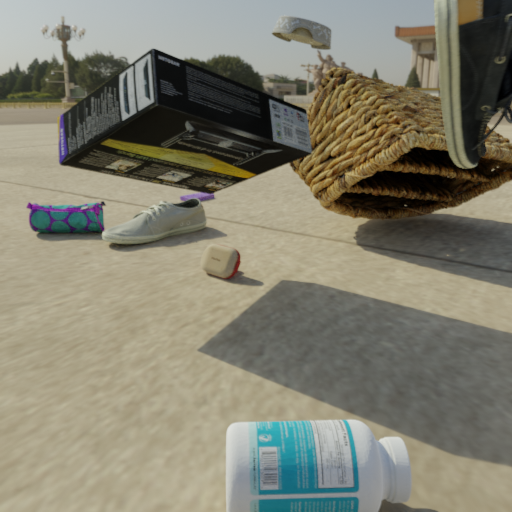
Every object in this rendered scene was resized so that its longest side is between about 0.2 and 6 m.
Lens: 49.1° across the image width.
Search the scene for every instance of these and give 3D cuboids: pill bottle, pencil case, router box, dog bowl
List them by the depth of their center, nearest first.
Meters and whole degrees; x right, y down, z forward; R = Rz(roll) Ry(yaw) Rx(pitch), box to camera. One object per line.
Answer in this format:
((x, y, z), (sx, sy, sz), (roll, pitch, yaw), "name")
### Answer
((0.459, 1.677, 4.357), (1.380, 0.764, 0.764), (0, 17, -2), "pill bottle")
((-1.030, -1.815, 8.508), (2.400, 0.797, 3.053), (-15, -14, 41), "router box")
((0.856, -4.050, 10.161), (1.113, 0.326, 1.113), (14, 15, -4), "dog bowl")
((-4.234, -0.875, 12.583), (1.626, 0.751, 0.692), (-1, 50, 1), "pencil case")

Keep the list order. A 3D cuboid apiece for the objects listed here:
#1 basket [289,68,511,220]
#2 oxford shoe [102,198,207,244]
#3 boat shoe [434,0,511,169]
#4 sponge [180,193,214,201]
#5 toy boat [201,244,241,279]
((3.259, -1.875, 12.462), (4.245, 3.030, 3.162), (1, 38, -36), "basket")
((-2.207, -0.789, 12.334), (2.611, 0.754, 0.982), (-18, 28, -39), "oxford shoe")
((3.130, -2.364, 7.827), (1.073, 1.286, 3.448), (-5, -28, 19), "boat shoe")
((-1.707, -1.700, 16.263), (0.518, 0.139, 0.929), (16, 23, 39), "sponge")
((-0.566, 0.124, 9.970), (0.849, 0.554, 0.555), (16, -7, 40), "toy boat")
